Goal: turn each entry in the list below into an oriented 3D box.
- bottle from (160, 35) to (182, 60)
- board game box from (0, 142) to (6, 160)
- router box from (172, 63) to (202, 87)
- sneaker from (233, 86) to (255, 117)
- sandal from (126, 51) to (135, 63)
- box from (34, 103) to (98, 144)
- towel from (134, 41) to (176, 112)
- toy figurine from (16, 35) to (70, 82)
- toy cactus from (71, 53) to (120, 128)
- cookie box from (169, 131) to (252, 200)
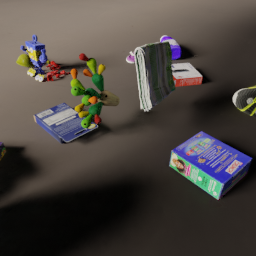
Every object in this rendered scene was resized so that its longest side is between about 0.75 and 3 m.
[{"bbox_3d":[2.100,-4.171,14.322,0.884,0.691,2.116,-8,36,-2],"label":"bottle"},{"bbox_3d":[-4.132,0.894,7.495,1.135,0.389,1.373,2,36,4],"label":"board game box"},{"bbox_3d":[2.244,-2.294,11.975,1.336,0.364,1.489,-7,36,-10],"label":"router box"},{"bbox_3d":[4.731,-1.068,9.863,2.771,1.045,1.059,-4,27,-23],"label":"sneaker"},{"bbox_3d":[0.345,-3.641,13.833,0.667,0.403,1.640,11,37,15],"label":"sandal"},{"bbox_3d":[-1.991,-0.133,8.978,1.211,0.324,1.999,-28,43,-33],"label":"box"},{"bbox_3d":[0.932,-1.661,8.442,0.365,1.776,2.380,3,21,29],"label":"towel"},{"bbox_3d":[-3.928,-3.346,12.334,1.474,1.675,2.795,-28,44,-33],"label":"toy figurine"},{"bbox_3d":[-0.900,-1.052,8.505,1.106,2.163,1.785,-17,-18,38],"label":"toy cactus"},{"bbox_3d":[2.120,0.902,7.298,1.347,0.592,1.574,-27,43,-32],"label":"cookie box"}]
